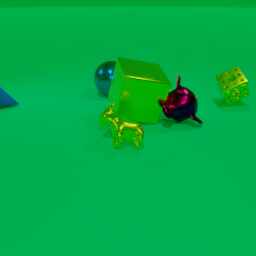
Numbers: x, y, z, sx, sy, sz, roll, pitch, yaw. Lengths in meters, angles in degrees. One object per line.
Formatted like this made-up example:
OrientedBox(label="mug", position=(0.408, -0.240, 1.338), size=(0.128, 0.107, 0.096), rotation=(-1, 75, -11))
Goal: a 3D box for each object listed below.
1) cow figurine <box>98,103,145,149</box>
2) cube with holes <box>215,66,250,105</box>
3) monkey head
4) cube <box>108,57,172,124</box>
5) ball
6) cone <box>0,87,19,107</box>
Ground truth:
OrientedBox(label="cow figurine", position=(-0.142, -0.066, 6.520), size=(1.084, 0.595, 1.066), rotation=(6, 49, -12))
OrientedBox(label="cube with holes", position=(3.238, -1.304, 8.675), size=(0.720, 0.720, 0.720), rotation=(-24, 49, 14))
OrientedBox(label="monkey head", position=(1.380, -0.611, 7.395), size=(0.871, 1.446, 1.040), rotation=(-26, 2, 26))
OrientedBox(label="cube", position=(0.260, -1.017, 7.608), size=(1.250, 1.250, 1.250), rotation=(6, 34, -17))
OrientedBox(label="ball", position=(-0.569, -1.688, 9.595), size=(1.203, 1.203, 1.203), rotation=(0, 26, 0))
OrientedBox(label="cone", position=(-3.825, -0.876, 8.746), size=(0.853, 0.850, 0.850), rotation=(17, 19, -22))
